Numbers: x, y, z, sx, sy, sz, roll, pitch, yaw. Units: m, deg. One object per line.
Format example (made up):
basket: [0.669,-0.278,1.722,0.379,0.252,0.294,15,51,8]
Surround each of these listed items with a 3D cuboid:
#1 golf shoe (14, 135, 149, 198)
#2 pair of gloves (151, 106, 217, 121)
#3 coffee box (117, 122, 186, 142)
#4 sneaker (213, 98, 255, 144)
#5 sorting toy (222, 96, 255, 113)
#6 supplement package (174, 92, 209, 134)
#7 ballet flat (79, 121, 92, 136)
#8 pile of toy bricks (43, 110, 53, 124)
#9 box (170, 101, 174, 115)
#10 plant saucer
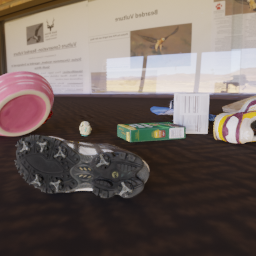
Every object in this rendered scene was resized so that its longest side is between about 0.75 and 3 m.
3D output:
golf shoe: [-0.723,0.604,4.468,2.197,0.854,1.038,11,4,16]
pair of gloves: [2.396,-0.590,12.134,2.850,0.325,2.291,7,1,-32]
coffee box: [0.703,0.098,8.542,1.837,0.404,1.130,-3,10,-20]
sneaker: [3.757,-0.160,8.141,2.798,1.049,1.261,-23,24,-34]
sorting toy: [5.365,-0.756,11.460,2.106,0.737,2.118,-19,11,-5]
supplement package: [2.178,-0.583,9.861,0.949,1.333,1.712,0,8,2]
ballet flat: [-1.412,-0.027,9.376,0.429,0.429,1.234,-2,9,-12]
pile of toy bricks: [-4.103,-0.428,9.561,2.756,1.361,1.529,-23,61,-24]
box: [2.898,-0.932,13.654,1.662,0.500,0.969,4,-11,6]
plant saucer: [-3.230,-0.578,8.353,2.311,2.311,0.586,-9,47,-44]
